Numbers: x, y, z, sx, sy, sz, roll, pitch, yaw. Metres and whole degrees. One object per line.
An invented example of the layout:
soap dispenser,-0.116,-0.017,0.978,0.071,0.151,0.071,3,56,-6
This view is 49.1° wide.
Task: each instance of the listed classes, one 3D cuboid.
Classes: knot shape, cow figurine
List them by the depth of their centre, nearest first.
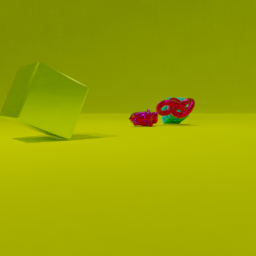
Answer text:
cow figurine,0.543,-0.338,9.635,1.115,0.612,1.097,-1,7,-13
knot shape,1.847,-0.750,10.201,1.440,0.666,1.348,-11,13,-33

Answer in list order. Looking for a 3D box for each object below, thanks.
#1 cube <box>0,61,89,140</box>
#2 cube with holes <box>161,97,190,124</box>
cube,-1.492,-0.456,4.981,1.003,1.003,1.003,25,-11,-37
cube with holes,1.855,-0.692,11.305,0.787,0.787,0.787,0,-24,-24
